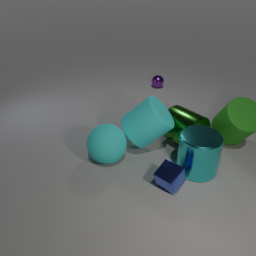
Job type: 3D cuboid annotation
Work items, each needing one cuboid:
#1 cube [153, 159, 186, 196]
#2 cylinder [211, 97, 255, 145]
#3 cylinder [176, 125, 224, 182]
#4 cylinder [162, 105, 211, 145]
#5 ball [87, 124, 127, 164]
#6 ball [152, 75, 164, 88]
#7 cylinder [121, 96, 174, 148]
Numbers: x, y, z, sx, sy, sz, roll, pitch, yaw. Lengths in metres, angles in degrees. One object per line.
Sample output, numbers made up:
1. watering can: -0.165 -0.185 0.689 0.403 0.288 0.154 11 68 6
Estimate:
1. cube: 1.315 1.523 8.725 0.700 0.700 0.700 25 61 35
2. cylinder: 4.078 -0.235 10.547 1.400 1.400 1.400 4 66 -8
3. cylinder: 2.372 0.838 9.354 1.400 1.400 1.400 0 32 0
4. cylinder: 2.186 -0.007 10.748 1.400 1.400 1.400 -23 38 -33
5. ball: -0.746 0.549 9.822 1.400 1.400 1.400 0 31 0
6. ball: 1.678 -2.614 15.727 0.700 0.700 0.700 0 31 0
7. cylinder: 0.707 -0.216 10.107 1.400 1.400 1.400 -36 21 24
